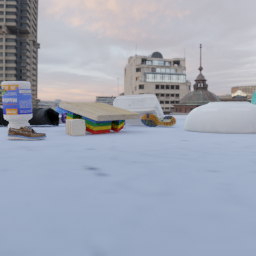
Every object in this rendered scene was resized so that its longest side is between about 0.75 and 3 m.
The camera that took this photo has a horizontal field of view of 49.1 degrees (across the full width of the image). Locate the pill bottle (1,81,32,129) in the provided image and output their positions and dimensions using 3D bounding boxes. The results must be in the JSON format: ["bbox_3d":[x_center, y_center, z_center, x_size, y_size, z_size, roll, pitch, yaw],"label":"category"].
[{"bbox_3d":[-3.522,-0.688,8.929,0.868,1.550,0.868,-2,6,0],"label":"pill bottle"}]

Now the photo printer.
[{"bbox_3d":[0.553,-0.718,12.353,1.875,0.782,2.253,-1,-16,15],"label":"photo printer"}]

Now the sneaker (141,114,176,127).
[{"bbox_3d":[1.245,-0.233,11.351,1.434,0.540,0.632,7,-7,16],"label":"sneaker"}]

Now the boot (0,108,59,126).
[{"bbox_3d":[-4.579,-0.437,11.337,2.922,0.959,2.408,5,6,12],"label":"boot"}]

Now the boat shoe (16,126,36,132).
[{"bbox_3d":[-2.632,0.084,7.096,0.282,0.256,0.792,1,4,23],"label":"boat shoe"}]

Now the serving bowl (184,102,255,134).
[{"bbox_3d":[3.298,-0.379,9.231,2.869,0.944,2.869,-1,3,0],"label":"serving bowl"}]

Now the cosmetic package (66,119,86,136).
[{"bbox_3d":[-1.415,-0.020,7.503,0.360,0.427,0.826,-3,3,-24],"label":"cosmetic package"}]

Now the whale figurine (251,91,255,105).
[{"bbox_3d":[4.904,-0.888,9.538,1.469,2.252,2.831,-24,-20,28],"label":"whale figurine"}]

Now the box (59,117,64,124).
[{"bbox_3d":[-3.504,-0.430,15.135,1.117,0.341,1.410,-1,3,-28],"label":"box"}]

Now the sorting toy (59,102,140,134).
[{"bbox_3d":[-0.878,-0.315,8.525,1.775,0.618,1.764,19,16,39],"label":"sorting toy"}]

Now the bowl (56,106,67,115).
[{"bbox_3d":[-4.435,-1.055,20.307,1.673,0.328,1.673,28,6,-3],"label":"bowl"}]

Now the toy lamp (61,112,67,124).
[{"bbox_3d":[-1.728,-0.452,12.606,2.496,0.727,0.727,-2,4,-27],"label":"toy lamp"}]

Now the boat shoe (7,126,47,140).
[{"bbox_3d":[-2.237,0.108,6.195,0.848,0.307,0.306,0,2,-7],"label":"boat shoe"}]
